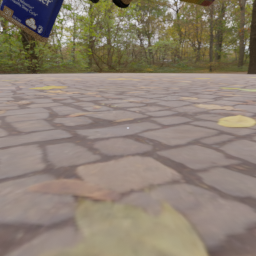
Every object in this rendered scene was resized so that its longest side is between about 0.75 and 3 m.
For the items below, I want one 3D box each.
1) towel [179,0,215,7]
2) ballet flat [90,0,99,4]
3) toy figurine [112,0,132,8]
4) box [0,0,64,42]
[{"bbox_3d":[1.497,-2.829,5.902,0.759,0.120,1.056,12,5,-3],"label":"towel"},{"bbox_3d":[-0.235,-3.838,7.047,2.603,0.890,0.885,-44,16,-28],"label":"ballet flat"},{"bbox_3d":[-0.175,-2.258,3.572,0.873,1.235,1.255,-9,9,37],"label":"toy figurine"},{"bbox_3d":[-1.651,-2.651,5.194,1.066,1.759,0.285,33,20,5],"label":"box"}]
